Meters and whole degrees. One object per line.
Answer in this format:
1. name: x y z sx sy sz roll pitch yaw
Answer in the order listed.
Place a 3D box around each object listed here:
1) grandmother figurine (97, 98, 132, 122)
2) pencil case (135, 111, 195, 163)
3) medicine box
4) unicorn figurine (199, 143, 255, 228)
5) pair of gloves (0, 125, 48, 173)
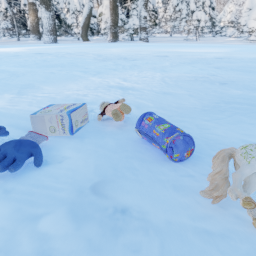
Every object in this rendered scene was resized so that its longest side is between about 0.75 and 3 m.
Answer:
1. grandmother figurine: -0.532 -0.560 8.928 1.085 0.542 1.788 -28 17 -12
2. pencil case: 0.809 0.172 6.859 0.812 0.730 1.870 -20 26 -17
3. medicine box: -1.913 -0.261 8.004 1.256 0.647 1.144 -2 19 16
4. unicorn figurine: 2.800 0.805 4.553 2.913 1.076 2.001 18 38 12
5. pair of gloves: -2.988 0.363 6.384 2.439 0.278 1.961 17 21 4
